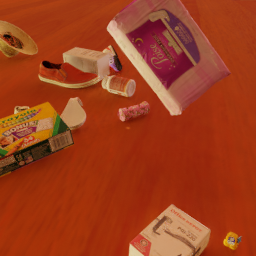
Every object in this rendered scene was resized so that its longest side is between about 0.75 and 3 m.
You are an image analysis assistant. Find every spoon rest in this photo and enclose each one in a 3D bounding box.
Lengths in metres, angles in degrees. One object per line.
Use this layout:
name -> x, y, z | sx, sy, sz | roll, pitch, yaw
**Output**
spoon rest -> -1.743, -0.512, 8.957 | 0.861, 0.525, 1.734 | -11, 32, 2

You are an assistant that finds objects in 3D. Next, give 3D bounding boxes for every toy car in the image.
toy car -> 2.096, 2.349, 4.694 | 0.662, 0.449, 1.349 | -25, 41, -33

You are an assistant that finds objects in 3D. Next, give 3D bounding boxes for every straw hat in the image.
straw hat -> -5.835, -4.127, 13.931 | 2.466, 1.044, 2.466 | 37, 25, -20

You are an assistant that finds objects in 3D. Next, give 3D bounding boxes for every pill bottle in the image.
pill bottle -> -0.362, -1.606, 10.541 | 1.174, 0.658, 0.658 | 18, 37, 26

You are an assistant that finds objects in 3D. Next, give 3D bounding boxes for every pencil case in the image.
pencil case -> 0.195, -0.552, 9.150 | 1.046, 0.433, 0.452 | -19, -7, -26

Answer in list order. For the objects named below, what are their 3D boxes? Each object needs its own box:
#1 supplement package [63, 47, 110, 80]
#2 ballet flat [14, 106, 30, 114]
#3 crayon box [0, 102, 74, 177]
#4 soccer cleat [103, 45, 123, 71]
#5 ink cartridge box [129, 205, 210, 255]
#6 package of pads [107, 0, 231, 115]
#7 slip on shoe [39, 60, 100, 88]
supplement package -> -1.756, -2.738, 11.980 | 1.719, 0.978, 0.942 | 17, 38, 22
ballet flat -> -3.118, -0.471, 9.038 | 1.268, 0.440, 0.440 | 9, 34, 13
crayon box -> -2.794, 0.204, 7.657 | 2.053, 0.598, 1.771 | -24, 41, -23
soccer cleat -> -0.789, -3.118, 13.003 | 0.752, 0.701, 2.055 | -29, 42, 9
ink cartridge box -> 0.753, 2.089, 5.021 | 0.901, 0.525, 1.237 | 28, 41, 36
package of pads -> 0.805, -1.519, 5.620 | 1.392, 2.311, 0.874 | -39, 9, -4
slip on shoe -> -2.426, -2.203, 11.317 | 2.700, 0.826, 1.000 | 13, 34, 16
